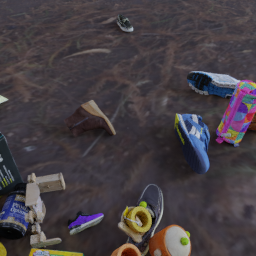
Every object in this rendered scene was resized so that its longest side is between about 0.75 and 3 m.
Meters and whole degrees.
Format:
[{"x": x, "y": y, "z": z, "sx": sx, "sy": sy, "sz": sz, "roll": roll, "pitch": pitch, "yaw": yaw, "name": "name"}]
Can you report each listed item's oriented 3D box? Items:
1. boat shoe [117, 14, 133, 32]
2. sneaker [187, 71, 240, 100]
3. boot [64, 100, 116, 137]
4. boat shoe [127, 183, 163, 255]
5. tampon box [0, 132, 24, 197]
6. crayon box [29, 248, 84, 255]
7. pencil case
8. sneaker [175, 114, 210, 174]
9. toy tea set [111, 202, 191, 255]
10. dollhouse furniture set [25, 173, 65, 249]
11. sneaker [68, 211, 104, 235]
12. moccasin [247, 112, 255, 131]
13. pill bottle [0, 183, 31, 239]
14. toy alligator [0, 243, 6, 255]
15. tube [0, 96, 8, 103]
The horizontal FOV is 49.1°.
[{"x": -0.201, "y": -5.663, "z": 15.078, "sx": 0.546, "sy": 0.492, "sz": 1.546, "roll": -19, "pitch": 47, "yaw": -19, "name": "boat shoe"}, {"x": 3.386, "y": -1.751, "z": 10.842, "sx": 2.219, "sy": 0.832, "sz": 0.961, "roll": 19, "pitch": 40, "yaw": 7, "name": "sneaker"}, {"x": -1.234, "y": -0.060, "z": 9.162, "sx": 1.197, "sy": 0.521, "sz": 1.439, "roll": -38, "pitch": 88, "yaw": -1, "name": "boot"}, {"x": 0.449, "y": 2.104, "z": 6.759, "sx": 0.691, "sy": 0.623, "sz": 1.921, "roll": 17, "pitch": 48, "yaw": 12, "name": "boat shoe"}, {"x": -4.656, "y": 1.053, "z": 6.974, "sx": 2.957, "sy": 1.867, "sz": 2.216, "roll": -33, "pitch": 53, "yaw": -30, "name": "tampon box"}, {"x": -1.587, "y": 3.039, "z": 5.996, "sx": 1.188, "sy": 0.346, "sz": 0.705, "roll": 4, "pitch": 44, "yaw": 4, "name": "crayon box"}, {"x": 3.364, "y": -0.411, "z": 8.503, "sx": 0.903, "sy": 2.043, "sz": 0.903, "roll": 6, "pitch": 38, "yaw": -5, "name": "pencil case"}, {"x": 2.099, "y": 0.355, "z": 8.485, "sx": 0.957, "sy": 0.860, "sz": 2.327, "roll": -3, "pitch": 44, "yaw": -7, "name": "sneaker"}, {"x": 0.383, "y": 2.745, "z": 5.429, "sx": 1.581, "sy": 0.984, "sz": 2.658, "roll": 37, "pitch": 47, "yaw": -12, "name": "toy tea set"}, {"x": -1.988, "y": 1.869, "z": 6.845, "sx": 0.770, "sy": 0.901, "sz": 1.739, "roll": -9, "pitch": 44, "yaw": -6, "name": "dollhouse furniture set"}, {"x": -1.052, "y": 2.206, "z": 6.841, "sx": 0.895, "sy": 0.311, "sz": 0.445, "roll": -19, "pitch": 60, "yaw": -20, "name": "sneaker"}, {"x": 4.449, "y": -0.272, "z": 9.150, "sx": 2.110, "sy": 0.815, "sz": 0.772, "roll": 22, "pitch": 48, "yaw": 22, "name": "moccasin"}, {"x": -2.698, "y": 1.995, "z": 6.851, "sx": 0.691, "sy": 0.691, "sz": 1.235, "roll": 1, "pitch": 44, "yaw": 1, "name": "pill bottle"}, {"x": -2.968, "y": 2.941, "z": 5.885, "sx": 0.964, "sy": 0.699, "sz": 2.908, "roll": -44, "pitch": 60, "yaw": -2, "name": "toy alligator"}, {"x": -5.708, "y": -1.308, "z": 10.463, "sx": 2.370, "sy": 0.615, "sz": 0.688, "roll": 23, "pitch": 76, "yaw": 18, "name": "tube"}]
